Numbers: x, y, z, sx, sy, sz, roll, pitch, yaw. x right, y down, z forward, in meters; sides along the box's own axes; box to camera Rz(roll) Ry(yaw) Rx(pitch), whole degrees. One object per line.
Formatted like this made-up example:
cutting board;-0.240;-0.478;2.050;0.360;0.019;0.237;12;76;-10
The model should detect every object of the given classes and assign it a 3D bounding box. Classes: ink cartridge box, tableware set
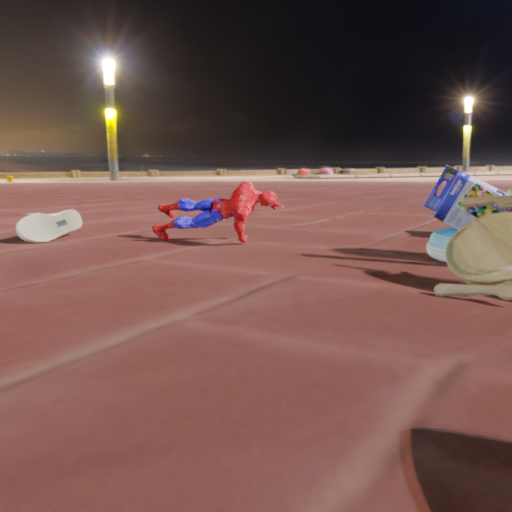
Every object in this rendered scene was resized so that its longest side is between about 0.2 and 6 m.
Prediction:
ink cartridge box;2.887;-0.640;7.444;1.172;0.700;0.246;32;35;15
tableware set;3.226;0.002;5.874;2.382;0.477;1.575;-1;45;39

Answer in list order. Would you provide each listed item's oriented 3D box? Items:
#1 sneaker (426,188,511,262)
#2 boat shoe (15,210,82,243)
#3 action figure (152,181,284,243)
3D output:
sneaker;3.622;-0.759;7.806;2.538;1.657;1.010;-5;12;26
boat shoe;-3.983;-0.507;10.581;0.564;0.553;1.584;-21;3;25
action figure;-0.527;-0.663;9.966;2.471;0.806;1.223;-11;-31;36
